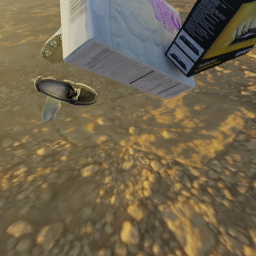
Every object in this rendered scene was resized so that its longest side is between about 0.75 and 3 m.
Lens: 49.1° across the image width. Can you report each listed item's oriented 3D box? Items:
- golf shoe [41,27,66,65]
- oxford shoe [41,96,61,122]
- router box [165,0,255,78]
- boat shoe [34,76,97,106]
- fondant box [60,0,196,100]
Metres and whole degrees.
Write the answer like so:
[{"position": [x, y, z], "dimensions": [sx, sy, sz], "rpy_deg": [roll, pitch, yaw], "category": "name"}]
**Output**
[{"position": [-1.668, -2.829, 8.434], "dimensions": [2.275, 0.891, 1.106], "rpy_deg": [-35, 40, 12], "category": "golf shoe"}, {"position": [-1.712, -0.529, 6.477], "dimensions": [0.300, 1.040, 0.391], "rpy_deg": [-6, 54, -43], "category": "oxford shoe"}, {"position": [2.188, -2.210, 5.293], "dimensions": [2.700, 2.123, 0.705], "rpy_deg": [-27, 70, -39], "category": "router box"}, {"position": [-1.271, -0.773, 5.952], "dimensions": [1.383, 0.511, 0.417], "rpy_deg": [18, 6, -25], "category": "boat shoe"}, {"position": [0.083, -1.915, 5.560], "dimensions": [0.835, 2.068, 2.867], "rpy_deg": [-23, -24, 38], "category": "fondant box"}]
